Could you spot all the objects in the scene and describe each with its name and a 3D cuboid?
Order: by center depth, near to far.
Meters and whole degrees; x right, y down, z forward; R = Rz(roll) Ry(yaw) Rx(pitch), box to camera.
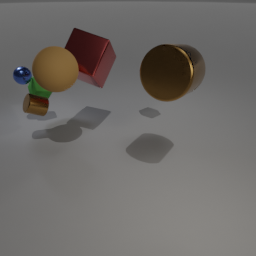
[{"bbox_3d":[1.213,-1.498,7.429,1.400,1.400,1.400,13,20,24],"label":"cylinder"},{"bbox_3d":[-2.245,-1.812,8.693,1.400,1.400,1.400,0,28,0],"label":"ball"},{"bbox_3d":[-3.284,-0.821,9.977,0.700,0.700,0.700,12,16,-38],"label":"cylinder"},{"bbox_3d":[-1.414,-2.473,10.095,1.400,1.400,1.400,22,-6,10],"label":"cube"},{"bbox_3d":[-4.100,-2.034,10.882,0.700,0.700,0.700,0,28,0],"label":"ball"},{"bbox_3d":[-3.611,-1.609,11.519,0.700,0.700,0.700,-5,65,-40],"label":"cube"}]
